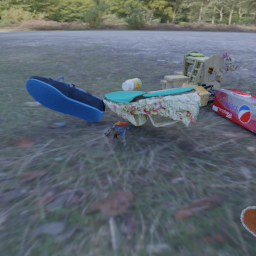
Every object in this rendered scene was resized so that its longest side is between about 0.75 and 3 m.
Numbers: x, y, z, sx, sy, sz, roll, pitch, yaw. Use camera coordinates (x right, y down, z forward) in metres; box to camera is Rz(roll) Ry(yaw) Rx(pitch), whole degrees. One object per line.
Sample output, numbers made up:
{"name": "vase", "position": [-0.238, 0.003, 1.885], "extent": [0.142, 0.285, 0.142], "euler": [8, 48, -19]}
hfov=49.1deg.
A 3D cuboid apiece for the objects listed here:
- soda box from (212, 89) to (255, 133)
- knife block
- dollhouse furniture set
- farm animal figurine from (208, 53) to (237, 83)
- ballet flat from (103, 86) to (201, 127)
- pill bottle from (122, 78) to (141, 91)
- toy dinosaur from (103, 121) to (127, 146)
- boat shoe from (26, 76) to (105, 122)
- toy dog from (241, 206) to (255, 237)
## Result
{"name": "soda box", "position": [3.313, -0.498, 7.771], "extent": [0.767, 0.695, 2.192], "euler": [-2, 23, -19]}
{"name": "knife block", "position": [2.325, -0.975, 9.094], "extent": [1.324, 0.482, 1.508], "euler": [16, 38, 16]}
{"name": "dollhouse furniture set", "position": [2.046, -2.331, 11.121], "extent": [2.212, 1.391, 2.501], "euler": [-7, 23, -21]}
{"name": "farm animal figurine", "position": [3.034, -1.882, 8.903], "extent": [0.426, 0.847, 0.684], "euler": [35, 20, -46]}
{"name": "ballet flat", "position": [0.490, -0.490, 7.214], "extent": [2.953, 0.944, 1.117], "euler": [4, 22, 44]}
{"name": "pill bottle", "position": [0.133, -1.621, 10.607], "extent": [0.439, 0.439, 0.778], "euler": [15, 23, 32]}
{"name": "toy dinosaur", "position": [-0.246, -0.023, 6.409], "extent": [0.492, 0.850, 0.936], "euler": [24, 48, -18]}
{"name": "boat shoe", "position": [-1.720, -0.847, 7.903], "extent": [2.228, 0.938, 0.765], "euler": [28, 41, -12]}
{"name": "toy dog", "position": [1.825, 0.813, 2.814], "extent": [0.985, 2.046, 1.349], "euler": [23, -29, -21]}
